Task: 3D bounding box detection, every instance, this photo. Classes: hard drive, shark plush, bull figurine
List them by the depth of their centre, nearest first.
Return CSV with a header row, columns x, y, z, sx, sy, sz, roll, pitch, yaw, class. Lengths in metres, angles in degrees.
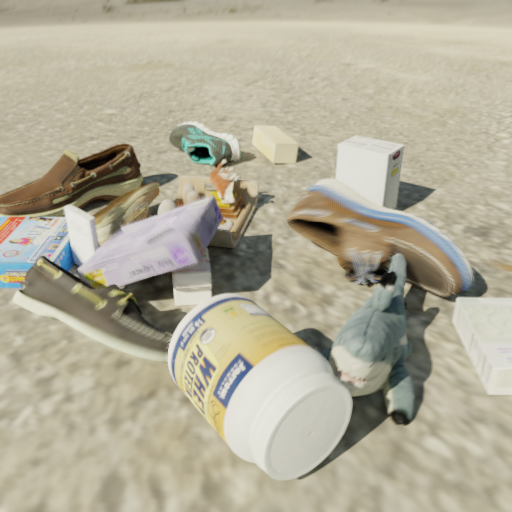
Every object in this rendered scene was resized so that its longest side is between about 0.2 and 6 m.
x,y,z,sx,sy,sz,roll,pitch,yaw,class
1.792,0.859,7.446,1.466,1.344,3.227,19,34,30,shark plush
-2.968,-0.253,9.646,0.739,1.120,0.147,26,40,34,hard drive
-0.648,-1.541,11.752,0.338,0.631,1.039,33,16,-49,bull figurine

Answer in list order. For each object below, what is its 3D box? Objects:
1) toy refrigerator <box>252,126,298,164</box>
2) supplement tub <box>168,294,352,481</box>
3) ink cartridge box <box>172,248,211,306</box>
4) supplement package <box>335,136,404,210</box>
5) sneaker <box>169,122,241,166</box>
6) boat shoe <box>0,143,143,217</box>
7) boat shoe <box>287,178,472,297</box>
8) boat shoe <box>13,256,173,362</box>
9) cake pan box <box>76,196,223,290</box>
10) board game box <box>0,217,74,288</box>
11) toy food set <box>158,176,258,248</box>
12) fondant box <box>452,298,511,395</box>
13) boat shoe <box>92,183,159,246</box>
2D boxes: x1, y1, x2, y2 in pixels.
x,y,z,sx,sy,sz,roll,pitch,yaw,class
0.496,-3.063,15.444,0.670,0.617,1.765,-3,29,-20,toy refrigerator
0.001,1.423,6.355,1.391,1.391,1.926,-19,33,-30,supplement tub
-1.053,0.367,9.130,0.616,0.600,0.958,-3,29,-6,ink cartridge box
2.366,-1.648,11.892,1.159,1.488,0.825,20,34,32,supplement package
-1.594,-2.969,15.027,2.343,0.909,1.069,19,37,33,sneaker
-4.109,-1.710,12.223,1.276,1.278,3.455,24,37,37,boat shoe
1.947,-0.117,9.574,1.240,1.237,3.425,-39,46,-19,boat shoe
-2.151,0.728,7.738,2.551,0.768,0.910,20,-7,14,boat shoe
-1.645,-0.232,9.171,1.921,0.546,2.086,-16,19,13,cake pan box
-4.199,-0.102,10.082,1.800,0.514,1.838,1,29,2,board game box
-1.101,-1.036,11.490,1.860,0.783,2.592,6,30,11,toy food set
3.554,1.204,7.729,1.187,0.479,1.645,1,30,1,fondant box
-2.571,-0.851,11.308,0.769,0.693,2.132,-15,21,31,boat shoe
